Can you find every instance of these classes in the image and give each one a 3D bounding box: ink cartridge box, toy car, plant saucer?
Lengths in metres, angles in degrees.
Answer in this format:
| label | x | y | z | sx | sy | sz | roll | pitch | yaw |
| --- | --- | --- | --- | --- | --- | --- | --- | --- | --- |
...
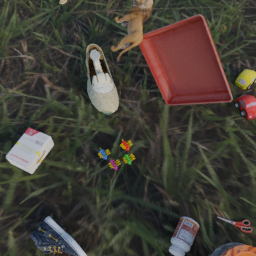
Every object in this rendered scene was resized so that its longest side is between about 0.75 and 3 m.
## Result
| label | x | y | z | sx | sy | sz | roll | pitch | yaw |
| --- | --- | --- | --- | --- | --- | --- | --- | --- | --- |
| ink cartridge box | -2.881 | 0.663 | 8.284 | 0.826 | 0.474 | 1.138 | 22 | 58 | 14 |
| toy car | 3.525 | -1.424 | 9.722 | 2.105 | 0.499 | 2.237 | 12 | 56 | 8 |
| plant saucer | 1.673 | -1.867 | 8.201 | 0.460 | 2.499 | 2.504 | -41 | 25 | -29 |

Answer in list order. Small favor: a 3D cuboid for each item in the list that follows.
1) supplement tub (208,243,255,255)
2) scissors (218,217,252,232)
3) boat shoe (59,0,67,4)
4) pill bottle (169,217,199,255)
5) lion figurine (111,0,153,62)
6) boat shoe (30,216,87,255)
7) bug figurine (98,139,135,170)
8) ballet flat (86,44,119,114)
| label | x | y | z | sx | sy | sz | roll | pitch | yaw |
| --- | --- | --- | --- | --- | --- | --- | --- | --- | --- |
| supplement tub | 2.071 | 3.089 | 5.608 | 1.285 | 2.097 | 1.285 | 0 | 56 | 0 |
| scissors | 2.757 | 2.497 | 7.259 | 0.896 | 0.062 | 0.328 | 7 | 57 | 3 |
| boat shoe | -2.970 | -6.106 | 13.117 | 0.301 | 0.283 | 0.818 | 20 | 57 | 13 |
| pill bottle | 1.358 | 2.683 | 6.870 | 0.498 | 0.498 | 0.888 | 25 | 59 | 17 |
| lion figurine | 0.184 | -2.975 | 8.374 | 1.185 | 0.701 | 1.935 | -5 | 76 | 31 |
| boat shoe | -1.695 | 2.845 | 6.778 | 1.469 | 0.520 | 0.667 | 30 | 60 | 27 |
| bug figurine | -0.315 | 0.805 | 8.315 | 1.072 | 0.276 | 0.831 | -20 | 63 | -18 |
| ballet flat | -1.036 | -1.792 | 9.729 | 0.987 | 0.912 | 2.927 | -15 | 57 | -9 |
